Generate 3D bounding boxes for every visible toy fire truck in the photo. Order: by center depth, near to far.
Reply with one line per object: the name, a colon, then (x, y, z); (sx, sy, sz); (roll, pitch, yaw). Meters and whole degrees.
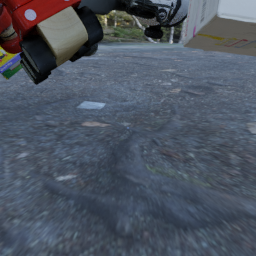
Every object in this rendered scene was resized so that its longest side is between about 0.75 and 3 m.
toy fire truck: (-1.419, -2.023, 4.258); (1.429, 2.221, 1.955); (-37, 15, -15)
toy fire truck: (-3.006, -2.784, 6.164); (1.999, 2.381, 1.335); (15, -19, 26)

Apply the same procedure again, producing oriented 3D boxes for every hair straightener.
hair straightener: (-0.122, -2.154, 5.053); (2.686, 0.550, 1.034); (-3, 27, -39)

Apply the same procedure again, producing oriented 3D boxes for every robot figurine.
robot figurine: (0.973, -3.502, 7.732); (1.394, 1.679, 2.234); (-18, 5, 34)

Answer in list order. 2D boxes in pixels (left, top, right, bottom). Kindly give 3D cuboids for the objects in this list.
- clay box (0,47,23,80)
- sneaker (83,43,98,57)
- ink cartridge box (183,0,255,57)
clay box: (-3.965, -2.980, 8.307); (1.572, 2.736, 0.651); (-43, 0, -10)
sneaker: (-2.038, -3.374, 8.578); (1.083, 2.873, 1.139); (-53, 13, -22)
ink cartridge box: (2.022, -2.256, 4.743); (1.635, 1.678, 2.611); (8, 7, -1)
